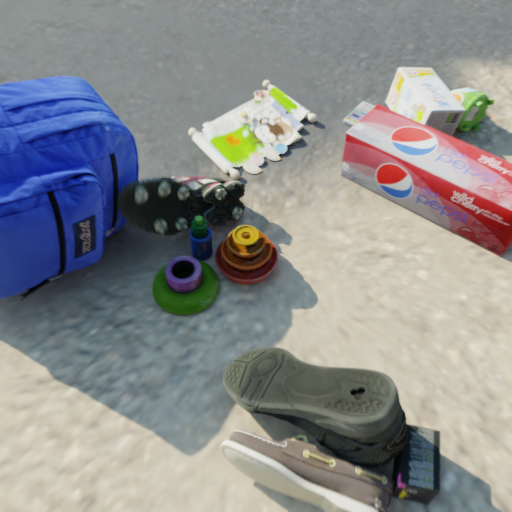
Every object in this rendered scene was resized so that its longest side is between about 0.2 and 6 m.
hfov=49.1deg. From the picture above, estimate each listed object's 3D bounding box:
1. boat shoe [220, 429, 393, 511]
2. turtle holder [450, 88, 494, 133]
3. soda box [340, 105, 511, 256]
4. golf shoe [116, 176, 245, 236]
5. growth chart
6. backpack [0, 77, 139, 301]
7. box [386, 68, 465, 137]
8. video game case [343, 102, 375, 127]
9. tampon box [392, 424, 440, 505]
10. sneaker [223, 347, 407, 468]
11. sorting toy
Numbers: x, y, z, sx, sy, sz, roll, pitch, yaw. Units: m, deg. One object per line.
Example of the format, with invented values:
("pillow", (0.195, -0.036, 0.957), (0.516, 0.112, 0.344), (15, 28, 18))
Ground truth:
("boat shoe", (0.732, 3.112, 8.166), (2.538, 0.912, 0.755), (21, 54, 11))
("turtle holder", (5.151, -3.645, 13.602), (1.311, 0.996, 0.931), (-33, 58, -23))
("soda box", (3.790, -1.683, 11.834), (3.941, 1.250, 1.380), (31, 57, 24))
("golf shoe", (-1.576, -1.091, 11.191), (2.843, 1.098, 1.252), (-4, 22, -40))
("growth chart", (-0.028, -3.087, 13.632), (3.122, 0.277, 2.259), (-38, 61, -26))
("backpack", (-4.063, -1.208, 10.325), (3.954, 3.213, 3.318), (-27, 63, -35))
("box", (4.016, -3.617, 13.493), (0.927, 1.028, 1.828), (-5, 51, -16))
("video game case", (2.877, -3.388, 13.956), (1.079, 0.119, 0.982), (31, 57, 21))
("tampon box", (2.366, 3.086, 8.308), (0.573, 0.680, 0.907), (10, 51, 8))
("sneaker", (0.897, 2.421, 8.657), (3.135, 1.796, 1.199), (3, 43, 39))
("sorting toy", (-0.843, -0.001, 10.594), (2.535, 1.041, 1.523), (-23, 55, -17))
